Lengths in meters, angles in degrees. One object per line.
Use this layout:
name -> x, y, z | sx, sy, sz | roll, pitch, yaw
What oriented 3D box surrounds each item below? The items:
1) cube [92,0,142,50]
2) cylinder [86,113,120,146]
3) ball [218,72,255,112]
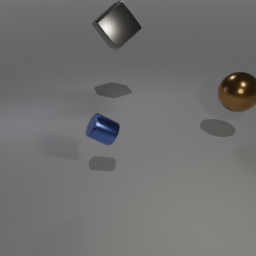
cube -> -0.515, -4.395, 12.056 | 1.400, 1.400, 1.400 | -41, 24, 0
cylinder -> -0.694, 0.040, 7.680 | 0.700, 0.700, 0.700 | 25, 20, -23
ball -> 3.865, -1.251, 9.776 | 1.400, 1.400, 1.400 | 0, 28, 0
